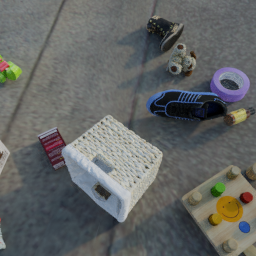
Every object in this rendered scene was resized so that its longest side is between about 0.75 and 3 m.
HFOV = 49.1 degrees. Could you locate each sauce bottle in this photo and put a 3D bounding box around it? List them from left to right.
[{"bbox_3d":[3.738,-0.418,9.315,1.302,0.430,0.430,-18,59,-32],"label":"sauce bottle"}]

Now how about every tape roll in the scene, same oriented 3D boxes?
[{"bbox_3d":[3.671,-1.574,10.117,1.280,0.420,1.280,0,59,1],"label":"tape roll"}]

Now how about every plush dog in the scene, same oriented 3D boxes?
[{"bbox_3d":[2.061,-2.447,10.532,1.000,0.934,1.164,15,88,-7],"label":"plush dog"}]

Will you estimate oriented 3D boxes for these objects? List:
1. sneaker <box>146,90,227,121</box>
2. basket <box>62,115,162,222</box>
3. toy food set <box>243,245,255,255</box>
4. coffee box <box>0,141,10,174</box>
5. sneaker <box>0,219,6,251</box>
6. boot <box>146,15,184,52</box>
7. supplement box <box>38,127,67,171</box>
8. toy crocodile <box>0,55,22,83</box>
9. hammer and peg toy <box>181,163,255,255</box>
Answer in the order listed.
[{"bbox_3d":[1.929,-0.697,9.141,2.589,0.908,1.008,-4,26,-3],"label":"sneaker"},{"bbox_3d":[-0.398,1.083,7.585,2.048,2.067,1.662,36,64,18],"label":"basket"},{"bbox_3d":[2.931,4.203,6.607,1.809,0.526,2.620,35,65,19],"label":"toy food set"},{"bbox_3d":[-4.566,0.382,7.618,1.540,2.693,1.074,10,60,6],"label":"coffee box"},{"bbox_3d":[-3.628,2.727,7.543,1.219,0.429,0.570,34,70,22],"label":"sneaker"},{"bbox_3d":[1.349,-3.880,11.351,1.340,0.651,1.780,29,60,15],"label":"boot"},{"bbox_3d":[-2.274,0.640,8.818,0.677,0.379,1.244,-26,62,-15],"label":"supplement box"},{"bbox_3d":[-4.906,-2.409,10.437,2.344,0.724,0.791,33,65,19],"label":"toy crocodile"},{"bbox_3d":[3.107,2.052,7.631,2.740,0.966,2.015,-27,63,-15],"label":"hammer and peg toy"}]
